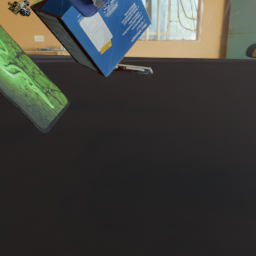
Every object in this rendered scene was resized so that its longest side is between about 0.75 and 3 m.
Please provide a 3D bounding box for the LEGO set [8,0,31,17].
[{"bbox_3d":[-1.945,-3.423,5.810,1.452,2.236,0.634,2,-20,41],"label":"LEGO set"}]

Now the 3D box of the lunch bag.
[{"bbox_3d":[-0.735,-2.448,4.689,0.783,1.153,0.763,-34,31,28],"label":"lunch bag"}]

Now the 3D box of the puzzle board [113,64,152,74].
[{"bbox_3d":[-0.023,-2.203,10.440,1.806,0.157,1.361,8,6,8],"label":"puzzle board"}]

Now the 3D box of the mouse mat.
[{"bbox_3d":[-1.402,-0.798,3.221,0.068,1.812,1.458,-39,15,11],"label":"mouse mat"}]

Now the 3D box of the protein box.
[{"bbox_3d":[-0.849,-2.968,7.376,1.457,2.143,2.159,32,-10,35],"label":"protein box"}]
